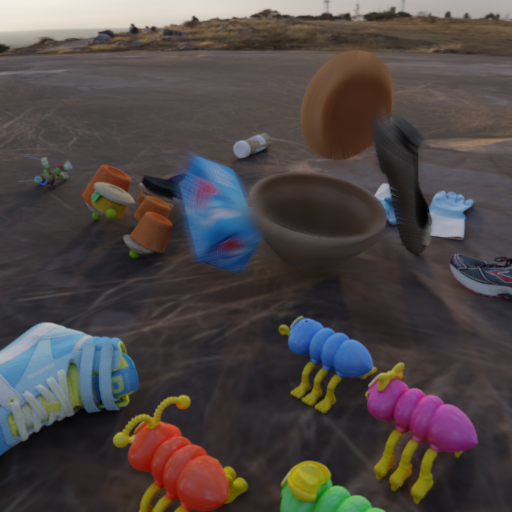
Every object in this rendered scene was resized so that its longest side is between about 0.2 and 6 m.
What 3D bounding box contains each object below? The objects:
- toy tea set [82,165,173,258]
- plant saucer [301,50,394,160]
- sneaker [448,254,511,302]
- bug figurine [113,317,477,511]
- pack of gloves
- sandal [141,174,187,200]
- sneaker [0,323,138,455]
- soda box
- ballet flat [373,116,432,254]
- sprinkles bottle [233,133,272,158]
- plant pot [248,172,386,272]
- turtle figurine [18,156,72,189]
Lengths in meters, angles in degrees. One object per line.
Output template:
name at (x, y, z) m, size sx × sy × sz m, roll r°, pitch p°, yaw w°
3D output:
toy tea set at (-2.598, -0.773, 11.194) m, size 1.825 × 1.136 × 3.069 m, roll 24°, pitch 15°, yaw -20°
plant saucer at (1.627, -2.492, 9.517) m, size 1.864 × 1.864 × 0.349 m, roll -13°, pitch 34°, yaw -25°
sneaker at (4.015, 0.286, 8.911) m, size 1.873 × 0.699 × 0.755 m, roll 20°, pitch 32°, yaw 37°
bug figurine at (0.573, 1.715, 5.612) m, size 2.815 × 0.934 × 3.630 m, roll 19°, pitch 31°, yaw 35°
pack of gloves at (3.567, -1.217, 12.321) m, size 2.207 × 0.518 × 2.627 m, roll 10°, pitch 27°, yaw 22°
sandal at (-1.635, -1.548, 12.379) m, size 0.736 × 0.469 × 1.959 m, roll 37°, pitch 18°, yaw 30°
sneaker at (-2.187, 1.513, 6.055) m, size 1.539 × 0.937 × 2.357 m, roll 4°, pitch 26°, yaw 12°
soda box at (-0.697, -0.793, 9.987) m, size 0.823 × 0.779 × 2.426 m, roll 18°, pitch 29°, yaw -27°
ballet flat at (2.634, -1.104, 9.404) m, size 0.712 × 3.073 × 1.035 m, roll -8°, pitch 48°, yaw 22°
sprinkles bottle at (-0.094, -3.305, 16.757) m, size 0.489 × 0.489 × 1.433 m, roll 15°, pitch 29°, yaw 29°
plant pot at (0.990, -0.470, 9.771) m, size 2.350 × 1.085 × 2.350 m, roll 5°, pitch 34°, yaw -4°
turtle figurine at (-5.238, -2.149, 14.004) m, size 1.067 × 0.768 × 1.035 m, roll 20°, pitch 28°, yaw 30°
